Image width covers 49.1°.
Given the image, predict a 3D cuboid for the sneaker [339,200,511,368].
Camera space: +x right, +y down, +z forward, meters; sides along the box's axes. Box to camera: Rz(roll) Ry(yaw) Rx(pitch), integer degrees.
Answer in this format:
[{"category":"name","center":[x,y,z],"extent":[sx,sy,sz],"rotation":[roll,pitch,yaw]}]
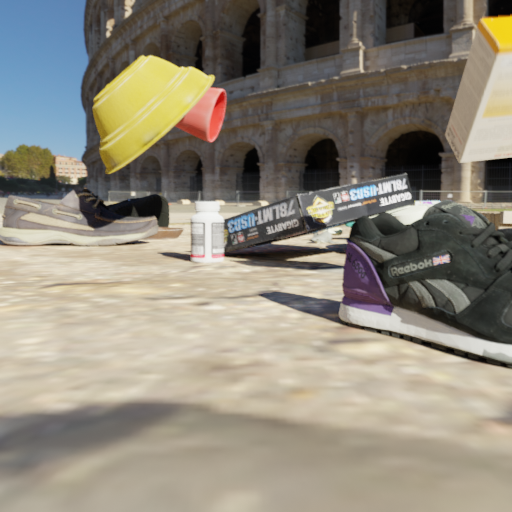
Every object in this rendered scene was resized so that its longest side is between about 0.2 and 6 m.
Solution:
[{"category":"sneaker","center":[1.467,0.114,3.830],"extent":[0.858,0.992,2.265],"rotation":[-5,7,-42]}]

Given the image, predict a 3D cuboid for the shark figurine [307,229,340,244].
[{"category":"shark figurine","center":[1.650,-0.560,13.607],"extent":[0.721,0.504,1.207],"rotation":[1,7,0]}]

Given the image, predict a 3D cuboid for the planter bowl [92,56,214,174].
[{"category":"planter bowl","center":[-2.263,-2.969,10.798],"extent":[2.846,1.186,2.846],"rotation":[-35,25,18]}]

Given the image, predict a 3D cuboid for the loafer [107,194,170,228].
[{"category":"loafer","center":[-3.684,-1.222,16.535],"extent":[1.185,1.212,3.320],"rotation":[3,6,22]}]

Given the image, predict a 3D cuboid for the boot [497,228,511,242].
[{"category":"boot","center":[4.587,-0.231,8.008],"extent":[2.054,0.818,2.493],"rotation":[-10,-5,29]}]

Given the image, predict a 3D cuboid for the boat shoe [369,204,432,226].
[{"category":"boat shoe","center":[2.701,-0.457,10.528],"extent":[1.042,0.872,2.917],"rotation":[-15,4,3]}]

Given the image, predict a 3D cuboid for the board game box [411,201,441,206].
[{"category":"board game box","center":[4.636,-0.993,15.298],"extent":[1.019,1.001,1.943],"rotation":[0,6,4]}]

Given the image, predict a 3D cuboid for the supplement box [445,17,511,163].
[{"category":"supplement box","center":[2.419,-1.568,5.357],"extent":[0.835,0.487,1.325],"rotation":[-6,-38,-4]}]

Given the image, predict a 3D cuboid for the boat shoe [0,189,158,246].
[{"category":"boat shoe","center":[-3.997,-0.886,12.652],"extent":[3.510,1.287,1.307],"rotation":[-1,6,-9]}]

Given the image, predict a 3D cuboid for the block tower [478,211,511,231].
[{"category":"block tower","center":[5.005,-0.635,12.803],"extent":[0.774,0.829,2.866],"rotation":[-1,4,-14]}]

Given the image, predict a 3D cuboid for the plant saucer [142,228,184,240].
[{"category":"plant saucer","center":[-2.758,-0.600,15.012],"extent":[1.660,0.286,1.660],"rotation":[-1,6,0]}]

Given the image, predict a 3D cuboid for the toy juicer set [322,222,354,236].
[{"category":"toy juicer set","center":[2.829,-0.784,14.495],"extent":[2.325,0.633,1.479],"rotation":[3,4,2]}]

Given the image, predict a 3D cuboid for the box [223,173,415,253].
[{"category":"box","center":[0.903,-0.704,9.940],"extent":[2.678,0.670,2.698],"rotation":[-16,1,-38]}]

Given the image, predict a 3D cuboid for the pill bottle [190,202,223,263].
[{"category":"pill bottle","center":[-0.801,-0.387,9.129],"extent":[0.543,0.980,0.543],"rotation":[0,5,0]}]

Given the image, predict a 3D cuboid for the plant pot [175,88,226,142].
[{"category":"plant pot","center":[-1.396,-3.326,12.817],"extent":[1.103,1.247,1.247],"rotation":[16,8,7]}]
